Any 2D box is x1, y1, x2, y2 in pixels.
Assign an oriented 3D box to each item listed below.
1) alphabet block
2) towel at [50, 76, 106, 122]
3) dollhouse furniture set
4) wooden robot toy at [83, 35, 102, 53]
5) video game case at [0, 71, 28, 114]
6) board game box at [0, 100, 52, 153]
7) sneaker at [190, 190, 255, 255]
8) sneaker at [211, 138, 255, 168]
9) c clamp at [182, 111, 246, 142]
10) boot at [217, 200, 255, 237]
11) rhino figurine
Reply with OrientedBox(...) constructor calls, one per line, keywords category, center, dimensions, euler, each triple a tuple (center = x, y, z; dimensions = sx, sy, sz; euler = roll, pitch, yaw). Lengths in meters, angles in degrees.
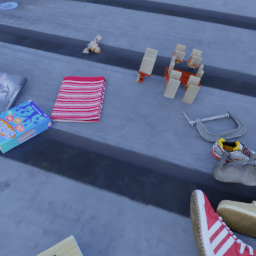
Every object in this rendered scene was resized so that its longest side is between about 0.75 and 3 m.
OrientedBox(category="alphabet block", center=(-1.351, 3.001, 5.703), dimensions=(1.042, 1.017, 1.023), euler=(-25, 60, -21))
OrientedBox(category="towel", center=(-1.761, -1.129, 10.277), dimensions=(1.722, 0.268, 2.381), euler=(1, 46, 2))
OrientedBox(category="dollhouse furniture set", center=(1.640, -2.108, 10.834), dimensions=(2.404, 1.252, 2.431), euler=(17, 48, 0))
OrientedBox(category="wooden robot toy", center=(-1.493, -3.592, 12.610), dimensions=(0.605, 0.587, 1.333), euler=(40, 49, -11))
OrientedBox(category="video game case", center=(-5.264, -1.476, 10.155), dimensions=(2.582, 0.245, 1.845), euler=(14, 54, -1))
OrientedBox(category="board game box", center=(-3.618, -0.112, 9.199), dimensions=(1.765, 0.397, 1.342), euler=(-34, 55, -28))
OrientedBox(category="sneaker", center=(2.286, 2.543, 6.309), dimensions=(1.403, 0.889, 2.495), euler=(-6, 54, -1))
OrientedBox(category="sneaker", center=(3.287, 0.779, 8.166), dimensions=(1.604, 0.659, 0.624), euler=(16, 49, 14))
OrientedBox(category="c clamp", center=(2.918, -0.185, 9.374), dimensions=(1.825, 0.247, 1.559), euler=(-7, 46, -7))
OrientedBox(category="boot", center=(3.453, 1.777, 7.070), dimensions=(2.337, 0.851, 1.817), euler=(12, 48, 9))
OrientedBox(category="rhino figurine", center=(3.174, 1.157, 7.428), dimensions=(1.970, 0.589, 0.861), euler=(2, 42, 43))
